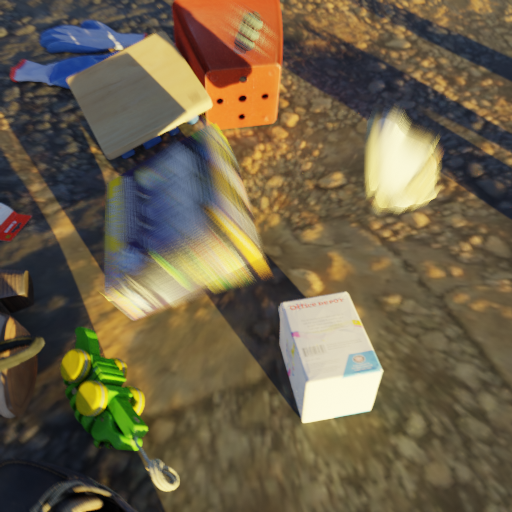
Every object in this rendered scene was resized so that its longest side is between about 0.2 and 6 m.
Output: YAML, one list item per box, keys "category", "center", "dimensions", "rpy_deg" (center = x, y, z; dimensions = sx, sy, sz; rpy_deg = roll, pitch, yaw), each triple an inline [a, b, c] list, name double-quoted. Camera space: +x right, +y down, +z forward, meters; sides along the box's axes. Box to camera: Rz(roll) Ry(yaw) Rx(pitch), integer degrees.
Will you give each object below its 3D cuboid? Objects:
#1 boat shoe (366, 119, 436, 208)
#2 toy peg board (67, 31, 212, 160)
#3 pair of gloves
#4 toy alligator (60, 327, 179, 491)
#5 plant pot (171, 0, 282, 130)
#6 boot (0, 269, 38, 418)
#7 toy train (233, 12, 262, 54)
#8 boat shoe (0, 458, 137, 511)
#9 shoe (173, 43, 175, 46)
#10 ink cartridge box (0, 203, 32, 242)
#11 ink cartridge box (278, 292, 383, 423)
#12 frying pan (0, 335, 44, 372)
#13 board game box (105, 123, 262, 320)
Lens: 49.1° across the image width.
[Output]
- category: "boat shoe"
  center: [1.577, -0.981, 6.011]
  dimensions: [0.670, 1.959, 0.732]
  rpy_deg: [0, 84, 18]
- category: "toy peg board"
  center: [-2.007, -2.680, 10.095]
  dimensions: [1.999, 0.978, 1.991]
  rpy_deg: [-29, 64, -5]
- category: "pair of gloves"
  center: [-3.855, -4.602, 12.636]
  dimensions: [2.628, 0.372, 3.269]
  rpy_deg: [2, 44, 2]
- category: "toy alligator"
  center: [-1.571, 1.679, 5.880]
  dimensions: [0.619, 0.677, 2.282]
  rpy_deg: [-50, 53, 10]
- category: "plant pot"
  center: [-0.411, -3.460, 10.440]
  dimensions: [1.968, 1.966, 1.734]
  rpy_deg: [-9, 56, -10]
- category: "boot"
  center: [-3.489, 1.032, 6.500]
  dimensions: [1.671, 0.803, 2.286]
  rpy_deg: [-14, 44, -5]
- category: "toy train"
  center: [-0.139, -3.237, 8.160]
  dimensions: [0.266, 0.625, 0.356]
  rpy_deg: [20, 2, -28]
- category: "boat shoe"
  center: [-1.547, 2.329, 4.976]
  dimensions: [2.276, 0.834, 0.848]
  rpy_deg: [17, 46, 17]
- category: "shoe"
  center: [-1.415, -4.817, 12.452]
  dimensions: [2.002, 0.911, 0.715]
  rpy_deg: [-14, 45, -14]
- category: "ink cartridge box"
  center: [-3.922, -0.531, 8.467]
  dimensions: [0.787, 0.197, 0.638]
  rpy_deg: [8, 44, 13]
- category: "ink cartridge box"
  center: [0.765, 1.065, 6.334]
  dimensions: [0.819, 0.798, 1.275]
  rpy_deg: [-8, 44, -8]
- category: "frying pan"
  center: [-4.206, 1.407, 5.881]
  dimensions: [3.659, 0.596, 2.213]
  rpy_deg: [-32, 50, -21]
- category: "board game box"
  center: [-1.069, -0.521, 7.504]
  dimensions: [1.904, 0.653, 2.303]
  rpy_deg: [-27, 44, 13]
